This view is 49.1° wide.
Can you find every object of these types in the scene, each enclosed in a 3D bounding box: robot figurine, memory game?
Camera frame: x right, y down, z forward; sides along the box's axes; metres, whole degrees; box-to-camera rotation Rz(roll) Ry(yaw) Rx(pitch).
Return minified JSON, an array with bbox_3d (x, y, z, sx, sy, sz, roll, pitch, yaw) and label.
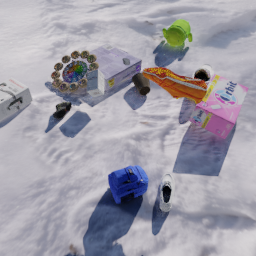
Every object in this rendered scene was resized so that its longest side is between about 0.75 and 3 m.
[{"bbox_3d":[2.981,-5.664,16.674,1.845,1.216,2.103,19,47,18],"label":"robot figurine"},{"bbox_3d":[-2.648,-2.848,13.809,2.608,0.166,2.608,-8,61,14],"label":"memory game"}]

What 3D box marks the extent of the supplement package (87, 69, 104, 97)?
[{"bbox_3d":[-1.439,-1.990,12.486,0.588,0.590,1.005,-12,65,22],"label":"supplement package"}]

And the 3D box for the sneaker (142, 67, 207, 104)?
[{"bbox_3d":[1.468,-1.425,9.397,2.284,0.881,0.833,26,37,17],"label":"sneaker"}]

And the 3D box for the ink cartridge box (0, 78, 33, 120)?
[{"bbox_3d":[-5.491,-1.303,12.442,1.417,0.800,1.930,28,51,27],"label":"ink cartridge box"}]

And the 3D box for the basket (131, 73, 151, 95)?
[{"bbox_3d":[0.702,-2.084,13.401,0.879,0.663,0.975,-7,48,-11],"label":"basket"}]

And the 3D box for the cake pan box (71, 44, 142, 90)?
[{"bbox_3d":[-1.137,-3.301,14.593,2.795,0.731,2.574,33,51,29],"label":"cake pan box"}]

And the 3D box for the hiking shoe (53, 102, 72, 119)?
[{"bbox_3d":[-2.974,-0.786,12.258,0.585,0.440,1.162,11,36,23],"label":"hiking shoe"}]

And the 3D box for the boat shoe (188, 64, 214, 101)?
[{"bbox_3d":[3.615,-2.441,13.486,1.014,0.993,2.865,16,46,16],"label":"boat shoe"}]

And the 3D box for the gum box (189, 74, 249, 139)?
[{"bbox_3d":[3.919,-1.061,11.912,1.610,0.938,2.838,28,49,12],"label":"gum box"}]

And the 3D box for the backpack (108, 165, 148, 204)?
[{"bbox_3d":[0.065,1.772,9.138,1.223,1.026,0.994,-14,52,-15],"label":"backpack"}]

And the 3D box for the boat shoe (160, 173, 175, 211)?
[{"bbox_3d":[1.282,2.015,9.248,0.514,0.489,1.429,11,45,11],"label":"boat shoe"}]
